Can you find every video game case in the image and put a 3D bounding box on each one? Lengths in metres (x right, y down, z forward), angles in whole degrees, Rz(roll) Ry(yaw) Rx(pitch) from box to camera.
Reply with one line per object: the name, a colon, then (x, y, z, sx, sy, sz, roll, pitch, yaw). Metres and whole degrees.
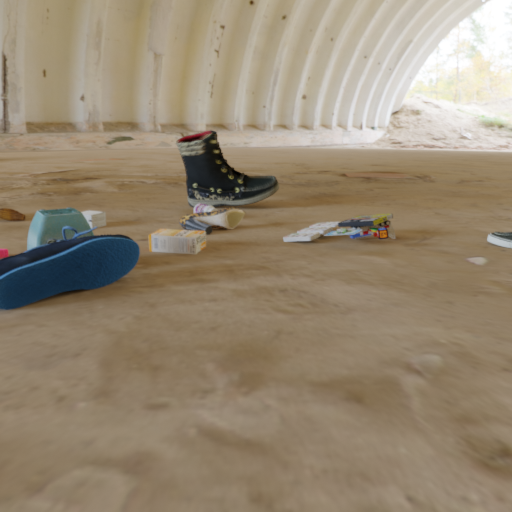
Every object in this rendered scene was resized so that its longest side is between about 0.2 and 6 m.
video game case: (2.296, -0.743, 11.779, 0.873, 0.111, 0.789, 0, 15, 44)

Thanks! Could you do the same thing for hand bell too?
hand bell: (-6.687, -1.126, 13.924, 1.854, 0.965, 0.965, 12, 13, -5)

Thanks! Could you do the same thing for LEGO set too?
LEGO set: (1.888, -0.415, 11.711, 2.152, 0.528, 1.608, -2, 13, 35)

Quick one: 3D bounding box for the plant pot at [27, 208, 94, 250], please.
plant pot: (-3.207, -0.232, 9.227, 1.033, 1.052, 1.030, -8, 17, -29)

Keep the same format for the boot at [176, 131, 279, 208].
boot: (-0.828, -2.457, 15.609, 2.695, 2.036, 0.973, -6, 30, 11)

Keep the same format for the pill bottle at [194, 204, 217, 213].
pill bottle: (-1.263, -1.114, 14.220, 0.365, 0.365, 0.650, -12, 19, -41)

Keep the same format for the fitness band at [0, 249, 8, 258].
fitness band: (-4.846, -0.025, 9.952, 0.678, 0.177, 0.945, -4, 5, 7)

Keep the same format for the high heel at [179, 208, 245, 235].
high heel: (-1.030, -0.909, 13.006, 1.040, 0.521, 1.459, 19, 32, 38)

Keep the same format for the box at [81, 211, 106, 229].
box: (-3.923, -0.862, 13.271, 0.516, 0.339, 0.519, 6, 15, 25)

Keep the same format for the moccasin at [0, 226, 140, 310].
moccasin: (-2.870, 0.028, 8.211, 0.825, 0.974, 2.420, 27, 26, 36)

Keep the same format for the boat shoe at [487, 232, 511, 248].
boat shoe: (5.385, -0.390, 11.046, 1.514, 0.482, 0.535, 8, 16, 30)

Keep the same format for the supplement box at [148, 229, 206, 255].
supplement box: (-1.523, -0.287, 10.886, 0.967, 0.355, 0.609, 3, 15, 12)
